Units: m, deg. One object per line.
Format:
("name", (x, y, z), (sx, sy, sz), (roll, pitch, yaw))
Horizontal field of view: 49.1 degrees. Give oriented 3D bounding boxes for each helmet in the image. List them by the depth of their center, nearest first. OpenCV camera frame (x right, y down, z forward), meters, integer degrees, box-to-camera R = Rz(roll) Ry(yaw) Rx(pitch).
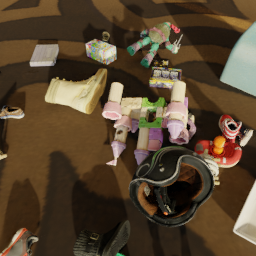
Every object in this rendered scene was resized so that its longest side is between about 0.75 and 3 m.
("helmet", (1.269, 1.519, 7.995), (2.140, 2.140, 2.040), (30, 46, 28))

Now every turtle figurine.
("turtle figurine", (1.474, -4.658, 14.752), (2.242, 1.507, 2.994), (37, 70, 20))

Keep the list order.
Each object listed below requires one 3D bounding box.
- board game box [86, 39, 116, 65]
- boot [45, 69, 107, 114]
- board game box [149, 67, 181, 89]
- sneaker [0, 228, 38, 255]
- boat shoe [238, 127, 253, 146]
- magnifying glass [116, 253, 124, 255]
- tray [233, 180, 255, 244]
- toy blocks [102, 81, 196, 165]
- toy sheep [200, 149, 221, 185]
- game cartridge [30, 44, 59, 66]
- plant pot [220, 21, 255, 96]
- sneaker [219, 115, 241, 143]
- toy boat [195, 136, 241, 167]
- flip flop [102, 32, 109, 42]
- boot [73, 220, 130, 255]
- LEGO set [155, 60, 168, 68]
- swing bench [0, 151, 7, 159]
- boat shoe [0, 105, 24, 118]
("board game box", (-1.438, -4.093, 15.012), (1.480, 0.776, 0.762), (28, 50, 28))
("boot", (-2.202, -1.880, 12.419), (2.145, 1.004, 2.759), (13, 50, 8))
("board game box", (1.810, -2.414, 13.473), (1.440, 0.408, 1.190), (8, 45, 8))
("sneaker", (-2.842, 3.332, 7.118), (0.653, 0.614, 1.594), (16, 45, 8))
("boat shoe", (4.319, 0.321, 10.591), (0.454, 0.365, 0.979), (22, 41, 34))
("magnifying glass", (-0.012, 4.066, 6.586), (0.955, 0.269, 2.400), (-20, 44, -21))
("tray", (4.330, 2.414, 8.291), (1.570, 0.324, 2.923), (25, 49, 26))
("toy blocks", (0.801, 0.189, 9.645), (2.762, 2.956, 2.488), (1, 68, 19))
("toy sheep", (2.478, 1.316, 9.022), (0.980, 0.980, 1.421), (12, 55, 12))
("game cartridge", (-4.489, -3.954, 15.209), (1.278, 0.378, 1.971), (1, 43, -5))
("plant pot", (6.409, -3.425, 12.714), (2.870, 2.931, 2.878), (33, 52, 31))
("sneaker", (3.852, -0.163, 10.609), (0.610, 0.963, 1.712), (6, 43, 7))
("toy boat", (3.115, 0.703, 9.640), (1.533, 1.002, 1.000), (5, 43, 6))
("flip flop", (-1.362, -5.593, 16.986), (0.440, 0.312, 1.085), (0, 43, 0))
("boot", (-0.679, 2.939, 7.570), (1.094, 0.550, 1.463), (1, 19, 29))
("LEGO set", (1.672, -3.144, 14.167), (0.907, 0.526, 0.698), (13, 44, 14))
("swing bench", (-5.472, 0.699, 9.643), (1.674, 1.086, 1.665), (-37, 54, -27))
("boat shoe", (-4.961, -0.704, 11.569), (1.273, 0.461, 0.460), (0, 43, 0))
